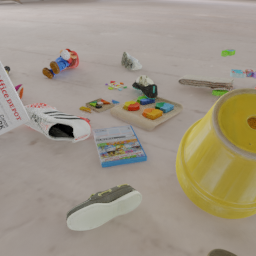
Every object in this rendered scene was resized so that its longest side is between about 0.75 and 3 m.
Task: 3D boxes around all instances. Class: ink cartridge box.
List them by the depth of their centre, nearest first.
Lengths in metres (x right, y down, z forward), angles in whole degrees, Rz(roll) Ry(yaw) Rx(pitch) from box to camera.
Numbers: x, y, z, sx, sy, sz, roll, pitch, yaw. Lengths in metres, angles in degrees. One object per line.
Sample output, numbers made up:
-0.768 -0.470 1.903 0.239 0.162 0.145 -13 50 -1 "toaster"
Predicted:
-4.345 -0.574 7.527 2.686 1.971 1.113 -29 40 -18 "ink cartridge box"

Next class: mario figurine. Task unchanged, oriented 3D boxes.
-3.289 -3.299 13.526 1.423 1.222 2.305 9 33 16 "mario figurine"

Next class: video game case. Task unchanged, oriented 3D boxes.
-0.293 0.480 8.223 1.256 0.156 1.755 -7 31 -12 "video game case"

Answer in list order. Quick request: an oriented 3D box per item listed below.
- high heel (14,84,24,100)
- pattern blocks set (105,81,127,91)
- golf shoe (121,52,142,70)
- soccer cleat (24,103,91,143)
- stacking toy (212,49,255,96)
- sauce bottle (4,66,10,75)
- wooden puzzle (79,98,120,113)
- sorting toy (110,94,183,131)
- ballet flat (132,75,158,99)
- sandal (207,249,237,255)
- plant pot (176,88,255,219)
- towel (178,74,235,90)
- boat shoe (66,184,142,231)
-4.574 -1.142 10.377 0.941 0.660 1.957 11 34 -3 "high heel"
-0.532 -1.847 12.176 0.981 0.080 0.862 18 35 26 "pattern blocks set"
0.168 -3.368 14.366 0.834 0.672 1.715 7 32 -24 "golf shoe"
-2.383 -0.137 8.539 2.595 0.890 1.105 15 23 15 "soccer cleat"
4.649 -2.053 10.818 2.438 1.838 0.573 2 31 2 "stacking toy"
-5.770 -2.489 12.859 0.471 0.471 1.457 -1 32 -1 "sauce bottle"
-1.055 -0.879 10.487 0.926 0.160 1.372 25 38 35 "wooden puzzle"
0.684 -0.714 9.997 1.895 0.373 2.047 23 38 34 "sorting toy"
0.702 -1.691 10.985 0.647 0.650 1.902 -3 23 -22 "ballet flat"
2.013 2.466 4.685 0.564 0.379 1.405 -27 40 -37 "sandal"
2.167 0.419 5.530 2.240 2.107 2.240 -1 59 1 "plant pot"
3.349 -1.932 11.836 2.205 0.380 1.461 11 20 21 "towel"
-0.531 1.625 5.905 1.710 0.611 0.511 -12 33 -31 "boat shoe"
